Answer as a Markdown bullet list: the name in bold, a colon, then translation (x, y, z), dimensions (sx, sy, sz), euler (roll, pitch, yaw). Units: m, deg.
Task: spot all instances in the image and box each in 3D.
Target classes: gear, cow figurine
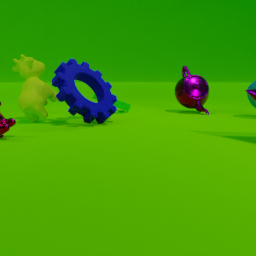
- **gear**: translation (-0.595, -0.984, 10.373), dimensions (1.400, 0.259, 1.400), euler (20, 5, -2)
- **cow figurine**: translation (-2.726, -1.150, 7.871), dimensions (0.868, 1.555, 1.581), euler (-15, 41, 31)
- **gear**: translation (-1.149, -1.024, 7.756), dimensions (0.357, 1.929, 1.929), euler (-38, -13, 34)
- **cow figurine**: translation (-3.031, -0.185, 5.807), dimensions (1.066, 1.083, 0.594), euler (-25, 23, 22)

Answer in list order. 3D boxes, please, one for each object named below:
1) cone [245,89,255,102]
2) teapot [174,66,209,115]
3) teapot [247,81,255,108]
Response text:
- **cone**: translation (2.803, -0.509, 5.303), dimensions (1.173, 1.169, 1.169), euler (26, 21, 23)
- **teapot**: translation (2.363, -1.297, 9.994), dimensions (1.263, 2.031, 0.995), euler (-19, -12, -10)
- **teapot**: translation (4.346, -1.146, 8.684), dimensions (0.920, 1.878, 1.168), euler (-45, 30, -18)
